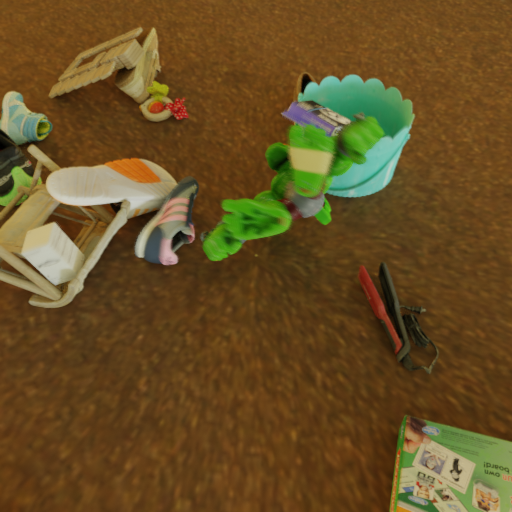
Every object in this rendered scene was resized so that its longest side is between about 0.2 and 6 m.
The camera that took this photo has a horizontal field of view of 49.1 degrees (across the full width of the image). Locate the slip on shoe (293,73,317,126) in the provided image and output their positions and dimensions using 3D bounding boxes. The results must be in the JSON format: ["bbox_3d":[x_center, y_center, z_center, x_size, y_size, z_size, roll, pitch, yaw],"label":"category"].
[{"bbox_3d":[1.140,-3.211,11.891,0.698,0.556,1.835,0,48,0],"label":"slip on shoe"}]

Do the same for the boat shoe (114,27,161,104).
[{"bbox_3d":[-2.625,-4.372,12.851,0.825,0.747,2.315,-18,46,29],"label":"boat shoe"}]

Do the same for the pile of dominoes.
[{"bbox_3d":[-3.521,-4.155,12.470,2.336,0.372,1.821,-5,49,36],"label":"pile of dominoes"}]

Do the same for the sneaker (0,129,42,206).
[{"bbox_3d":[-5.256,-2.119,10.356,3.237,1.356,1.242,26,53,21],"label":"sneaker"}]

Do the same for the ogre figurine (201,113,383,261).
[{"bbox_3d":[0.588,-1.049,8.751,1.495,3.047,1.827,35,17,6],"label":"ogre figurine"}]

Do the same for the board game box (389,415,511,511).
[{"bbox_3d":[3.146,3.242,6.094,3.346,0.487,2.252,12,50,11],"label":"board game box"}]

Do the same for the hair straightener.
[{"bbox_3d":[2.196,0.874,8.286,0.760,0.404,1.975,-12,49,-9],"label":"hair straightener"}]

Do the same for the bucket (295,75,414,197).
[{"bbox_3d":[1.739,-2.200,10.414,2.155,1.402,2.155,-1,47,1],"label":"bucket"}]

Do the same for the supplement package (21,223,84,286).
[{"bbox_3d":[-2.963,-0.019,8.213,0.468,0.800,0.469,-16,47,13],"label":"supplement package"}]

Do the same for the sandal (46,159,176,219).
[{"bbox_3d":[-2.449,-1.074,9.554,2.587,0.741,0.991,-12,57,-48],"label":"sandal"}]

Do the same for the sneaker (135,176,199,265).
[{"bbox_3d":[-1.284,-0.569,9.493,0.757,0.648,1.846,21,58,11],"label":"sneaker"}]

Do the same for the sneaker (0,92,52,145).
[{"bbox_3d":[-4.693,-2.850,11.566,0.974,0.593,1.492,-7,58,-4],"label":"sneaker"}]

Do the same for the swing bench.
[{"bbox_3d":[-3.277,-0.359,8.783,1.883,1.221,1.873,32,48,-10],"label":"swing bench"}]

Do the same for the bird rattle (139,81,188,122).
[{"bbox_3d":[-2.010,-3.168,12.027,0.856,0.591,1.050,-38,70,-16],"label":"bird rattle"}]

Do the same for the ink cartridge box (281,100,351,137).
[{"bbox_3d":[1.042,-2.327,9.479,0.929,0.204,0.938,36,36,21],"label":"ink cartridge box"}]
